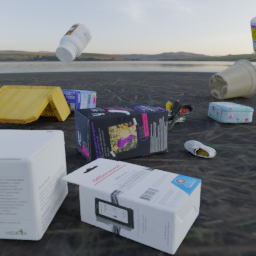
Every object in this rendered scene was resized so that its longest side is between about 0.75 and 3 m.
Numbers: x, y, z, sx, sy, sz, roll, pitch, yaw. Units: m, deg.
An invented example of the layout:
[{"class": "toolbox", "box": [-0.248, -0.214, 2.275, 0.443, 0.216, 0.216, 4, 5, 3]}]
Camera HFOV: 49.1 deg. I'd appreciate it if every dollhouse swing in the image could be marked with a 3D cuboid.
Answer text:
[{"class": "dollhouse swing", "box": [-4.272, -0.528, 11.962, 2.662, 2.419, 2.340, 3, 54, 10]}]

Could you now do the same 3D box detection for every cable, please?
[{"class": "cable", "box": [2.022, -0.450, 11.936, 1.240, 0.643, 2.553, 19, 40, 10]}]

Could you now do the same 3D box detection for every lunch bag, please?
[{"class": "lunch bag", "box": [4.624, -0.741, 12.692, 1.549, 0.744, 1.931, -2, 15, -8]}]

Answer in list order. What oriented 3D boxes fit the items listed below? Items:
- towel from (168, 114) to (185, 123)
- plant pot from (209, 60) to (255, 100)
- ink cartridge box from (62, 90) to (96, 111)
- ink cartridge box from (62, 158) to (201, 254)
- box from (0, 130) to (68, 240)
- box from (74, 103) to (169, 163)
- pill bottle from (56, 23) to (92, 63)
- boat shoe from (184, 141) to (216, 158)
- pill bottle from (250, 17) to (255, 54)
[{"class": "towel", "box": [1.437, -0.360, 12.359, 1.780, 0.273, 1.328, -11, 16, -28]}, {"class": "plant pot", "box": [6.825, -2.974, 18.530, 2.352, 2.569, 2.569, -19, 21, -22]}, {"class": "ink cartridge box", "box": [-2.951, -1.409, 14.110, 1.829, 1.023, 2.681, 4, 9, 16]}, {"class": "ink cartridge box", "box": [0.035, 1.254, 5.099, 2.230, 0.756, 1.293, 9, 17, 30]}, {"class": "box", "box": [-2.131, 0.909, 5.078, 1.670, 1.430, 1.661, 1, 15, 4]}, {"class": "box", "box": [-0.202, 0.080, 8.422, 2.495, 1.323, 1.525, -7, 16, -23]}, {"class": "pill bottle", "box": [-2.215, -3.416, 11.341, 0.954, 0.954, 1.669, 6, 50, 21]}, {"class": "boat shoe", "box": [2.046, 0.646, 8.263, 0.361, 0.366, 1.033, -10, 24, -42]}, {"class": "pill bottle", "box": [4.257, -2.776, 8.724, 0.718, 1.376, 0.718, -17, 31, 11]}]
